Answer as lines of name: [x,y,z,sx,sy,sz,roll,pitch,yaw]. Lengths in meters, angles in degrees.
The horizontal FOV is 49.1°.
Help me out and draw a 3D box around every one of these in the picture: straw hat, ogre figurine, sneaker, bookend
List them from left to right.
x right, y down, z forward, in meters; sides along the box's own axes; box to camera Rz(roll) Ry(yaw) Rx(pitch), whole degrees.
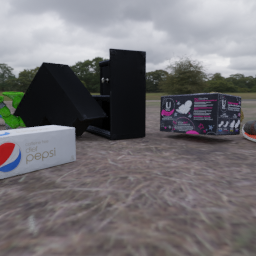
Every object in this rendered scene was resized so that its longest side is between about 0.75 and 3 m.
ogre figurine: [-3.843,-0.697,10.566,1.146,1.401,2.337,9,16,34]
bookend: [-2.230,-0.427,8.922,2.331,2.316,1.074,51,30,18]
bookend: [-0.581,-1.097,9.273,1.207,2.621,2.605,-4,9,-29]
straw hat: [3.971,-0.622,12.227,0.847,2.002,2.002,-45,19,-9]
sneaker: [4.002,-0.122,7.482,1.046,1.112,2.715,-1,7,-6]

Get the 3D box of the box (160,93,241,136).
box: [2.126,-0.412,8.360,1.327,1.152,2.008,0,3,-42]

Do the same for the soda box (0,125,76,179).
soda box: [-2.006,0.404,4.968,0.755,0.706,2.218,6,10,38]

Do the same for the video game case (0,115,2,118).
video game case: [-6.155,-0.711,11.429,2.316,0.206,1.658,11,-4,8]
